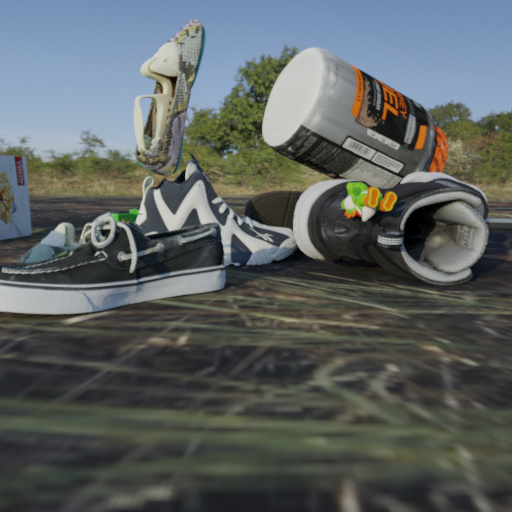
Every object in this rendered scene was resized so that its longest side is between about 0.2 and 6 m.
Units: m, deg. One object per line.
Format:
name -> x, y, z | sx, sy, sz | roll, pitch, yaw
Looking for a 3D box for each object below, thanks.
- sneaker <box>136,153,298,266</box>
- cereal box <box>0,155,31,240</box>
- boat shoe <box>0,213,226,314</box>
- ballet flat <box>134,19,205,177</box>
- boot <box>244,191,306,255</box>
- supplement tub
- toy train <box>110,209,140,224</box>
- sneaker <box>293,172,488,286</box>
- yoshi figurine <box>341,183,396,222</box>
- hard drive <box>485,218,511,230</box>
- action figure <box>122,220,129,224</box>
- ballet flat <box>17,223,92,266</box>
sneaker -> -0.543, -0.680, 7.982 | 2.393, 1.557, 0.955 | -2, 10, -9
cereal box -> -5.229, -1.116, 10.796 | 0.466, 1.696, 2.357 | 1, 8, 12
boat shoe -> -1.337, 0.018, 5.425 | 2.496, 0.852, 0.922 | -5, 9, -35
ballet flat -> -1.201, -2.153, 7.385 | 0.769, 2.138, 0.769 | 12, 2, 0
boot -> 1.026, -0.629, 9.735 | 2.721, 0.996, 2.049 | 2, 8, -10
supplement tub -> 1.543, -1.880, 8.507 | 2.602, 1.594, 1.594 | 19, -2, -28
toy train -> -2.508, -0.758, 12.306 | 0.433, 0.585, 2.075 | 4, 9, 26
sneaker -> 2.306, -0.356, 7.178 | 3.414, 1.288, 1.943 | -6, 15, -32
yoshi figurine -> 1.158, -0.641, 5.969 | 0.421, 0.423, 0.752 | -31, 11, -17
hard drive -> 5.982, -0.801, 13.963 | 1.397, 0.230, 0.975 | 5, 9, 32
action figure -> -1.849, -0.294, 9.263 | 0.704, 0.556, 2.151 | 0, 10, -16
ballet flat -> -2.270, -0.120, 7.345 | 1.758, 0.625, 0.608 | 1, 10, 8
